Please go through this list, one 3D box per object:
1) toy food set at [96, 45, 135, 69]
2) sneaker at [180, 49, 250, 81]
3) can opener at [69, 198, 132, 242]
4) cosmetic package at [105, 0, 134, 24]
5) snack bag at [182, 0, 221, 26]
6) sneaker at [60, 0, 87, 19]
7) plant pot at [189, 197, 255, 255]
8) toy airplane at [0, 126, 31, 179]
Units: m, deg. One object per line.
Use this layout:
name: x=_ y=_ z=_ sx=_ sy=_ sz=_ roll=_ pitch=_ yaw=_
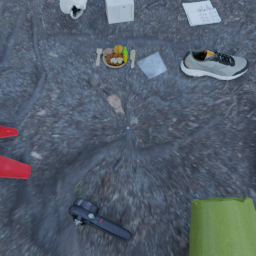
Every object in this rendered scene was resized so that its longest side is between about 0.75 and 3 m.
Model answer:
toy food set: x=-0.450 y=-2.560 z=9.948 sx=1.408 sy=0.283 sz=0.972 roll=2 pitch=63 yaw=1
sneaker: x=2.973 y=-2.196 z=9.418 sx=2.286 sy=0.906 sz=0.845 roll=2 pitch=61 yaw=0
can opener: x=-0.716 y=2.412 z=7.200 sx=1.790 sy=0.567 sz=0.704 roll=25 pitch=64 yaw=13
cosmetic package: x=-0.329 y=-4.649 z=10.727 sx=0.998 sy=0.835 sz=0.830 roll=-9 pitch=63 yaw=-5
snack bag: x=2.898 y=-4.589 z=11.089 sx=1.222 sy=0.139 sz=1.296 roll=-9 pitch=63 yaw=-4
sneaker: x=-2.043 y=-4.397 z=10.199 sx=0.704 sy=1.808 sz=0.898 roll=3 pitch=91 yaw=-31
plant pot: x=2.121 y=2.529 z=5.999 sx=2.110 sy=2.110 sz=2.004 roll=-3 pitch=78 yaw=-2
toy airplane: x=-3.783 y=0.675 z=7.859 sx=2.318 sy=0.426 sz=2.318 roll=18 pitch=42 yaw=-17
